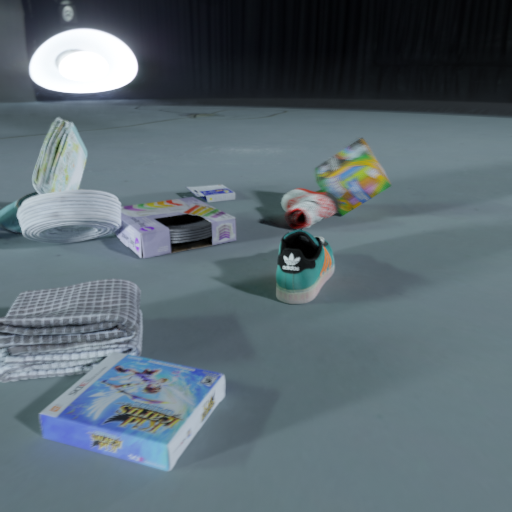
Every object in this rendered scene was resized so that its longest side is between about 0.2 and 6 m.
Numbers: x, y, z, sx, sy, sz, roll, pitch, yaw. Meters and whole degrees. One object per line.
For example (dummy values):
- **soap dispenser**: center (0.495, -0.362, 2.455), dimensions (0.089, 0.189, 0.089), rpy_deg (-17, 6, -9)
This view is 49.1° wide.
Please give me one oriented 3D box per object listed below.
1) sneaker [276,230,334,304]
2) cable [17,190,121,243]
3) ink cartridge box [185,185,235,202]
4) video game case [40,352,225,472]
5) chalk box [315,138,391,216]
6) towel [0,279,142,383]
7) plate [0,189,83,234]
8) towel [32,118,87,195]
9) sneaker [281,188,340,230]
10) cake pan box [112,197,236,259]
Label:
- **sneaker**: center (0.846, -0.052, 9.132), dimensions (0.807, 0.904, 2.262), rpy_deg (5, 20, 13)
- **cable**: center (-3.412, -0.716, 10.316), dimensions (1.828, 0.633, 1.828), rpy_deg (-6, -9, -11)
- **ink cartridge box**: center (-1.195, -1.610, 14.489), dimensions (1.037, 0.244, 1.025), rpy_deg (-10, 23, -21)
- **video game case**: center (-1.202, 1.503, 5.693), dimensions (1.400, 0.318, 1.269), rpy_deg (7, 22, 18)
- **chalk box**: center (2.042, -1.709, 12.914), dimensions (1.704, 1.056, 1.063), rpy_deg (-33, 22, 19)
- **towel**: center (-2.289, 0.825, 6.964), dimensions (1.706, 0.730, 1.412), rpy_deg (-4, 19, -10)
- **plate**: center (-4.429, -1.106, 12.601), dimensions (2.643, 0.338, 2.643), rpy_deg (1, 25, 0)
- **towel**: center (-3.813, -1.687, 10.965), dimensions (0.420, 1.494, 1.746), rpy_deg (13, -15, -1)
- **sneaker**: center (0.883, -1.023, 12.259), dimensions (0.974, 0.607, 1.818), rpy_deg (-30, 22, -29)
- **cake pan box**: center (-1.709, -0.611, 11.238), dimensions (1.991, 0.566, 2.162), rpy_deg (-13, 23, -26)
